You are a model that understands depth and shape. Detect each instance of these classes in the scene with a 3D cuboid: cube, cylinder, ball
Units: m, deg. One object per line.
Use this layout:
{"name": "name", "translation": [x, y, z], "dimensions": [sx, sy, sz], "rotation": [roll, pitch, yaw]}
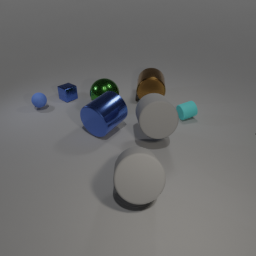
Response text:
{"name": "cube", "translation": [-3.051, -1.804, 14.190], "dimensions": [0.700, 0.700, 0.700], "rotation": [25, 40, 37]}
{"name": "cylinder", "translation": [2.613, -0.782, 12.451], "dimensions": [0.700, 0.700, 0.700], "rotation": [-18, 36, -14]}
{"name": "cylinder", "translation": [1.032, -0.470, 10.337], "dimensions": [1.400, 1.400, 1.400], "rotation": [-2, 19, -3]}
{"name": "cylinder", "translation": [1.158, -2.124, 14.038], "dimensions": [1.400, 1.400, 1.400], "rotation": [2, 32, 3]}
{"name": "cylinder", "translation": [-0.960, -0.572, 11.288], "dimensions": [1.400, 1.400, 1.400], "rotation": [21, 44, 30]}
{"name": "ball", "translation": [-4.180, -1.316, 13.183], "dimensions": [0.700, 0.700, 0.700], "rotation": [0, 32, 0]}
{"name": "cylinder", "translation": [0.294, 1.314, 8.089], "dimensions": [1.400, 1.400, 1.400], "rotation": [-1, 4, -1]}
{"name": "ball", "translation": [-1.114, -1.655, 13.305], "dimensions": [1.400, 1.400, 1.400], "rotation": [0, 32, 0]}
